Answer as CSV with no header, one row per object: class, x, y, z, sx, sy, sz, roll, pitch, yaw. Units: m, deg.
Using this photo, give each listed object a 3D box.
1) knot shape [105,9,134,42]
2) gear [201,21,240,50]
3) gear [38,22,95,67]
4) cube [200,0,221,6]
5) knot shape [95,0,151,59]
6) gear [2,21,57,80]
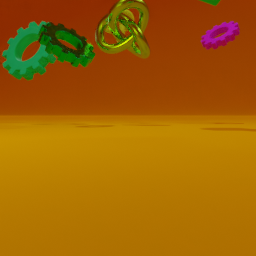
knot shape,-0.434,-3.779,10.207,1.171,1.251,0.578,31,31,22
gear,3.321,-3.345,10.120,1.328,0.246,1.328,-25,34,18
gear,-1.663,-2.299,7.705,1.555,1.555,0.288,-3,-38,-45
cube,1.597,-3.186,5.470,0.934,0.934,0.934,16,-14,-7
knot shape,0.012,-2.755,8.294,1.875,1.754,0.866,-28,23,42
gear,-3.267,-2.615,9.436,2.077,2.077,0.384,1,-20,23
